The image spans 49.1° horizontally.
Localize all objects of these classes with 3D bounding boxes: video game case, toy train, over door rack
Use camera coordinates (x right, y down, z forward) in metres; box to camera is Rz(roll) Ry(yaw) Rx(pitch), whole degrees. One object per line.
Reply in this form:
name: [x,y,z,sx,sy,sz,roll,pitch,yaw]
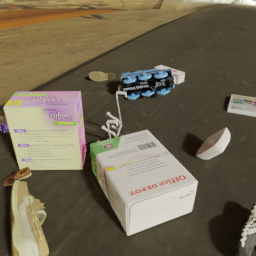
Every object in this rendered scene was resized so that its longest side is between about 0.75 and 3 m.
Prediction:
video game case: [5.662,-1.013,12.959,1.872,0.222,1.704,12,33,20]
toy train: [0.925,-2.258,13.744,2.802,1.215,1.601,-8,27,11]
over door rack: [-0.566,-0.131,9.444,0.656,1.970,1.455,12,51,2]

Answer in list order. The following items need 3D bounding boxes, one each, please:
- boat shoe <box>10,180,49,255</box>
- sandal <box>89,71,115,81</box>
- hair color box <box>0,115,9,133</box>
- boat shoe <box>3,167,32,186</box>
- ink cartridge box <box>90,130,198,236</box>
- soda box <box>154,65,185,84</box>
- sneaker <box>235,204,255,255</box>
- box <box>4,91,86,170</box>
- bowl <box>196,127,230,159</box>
boat shoe: [-2.492,2.271,7.029,0.841,0.938,2.535,-1,33,-23]
sandal: [-1.512,-2.940,15.984,1.506,0.552,0.495,-3,11,-16]
hair color box: [-4.722,-0.344,11.653,0.748,0.443,1.368,25,37,36]
boat shoe: [-3.470,1.494,8.751,0.897,0.303,0.323,-26,40,-36]
ink cartridge box: [0.317,1.384,8.072,2.033,1.179,2.808,-13,34,-21]
soda box: [2.345,-3.073,16.003,0.606,0.566,1.778,-26,41,-36]
sneaker: [3.165,2.573,6.681,0.835,0.613,1.846,18,33,31]
box: [-2.530,0.101,9.049,2.084,2.369,1.145,-1,32,0]
bowl: [2.975,0.602,9.594,0.427,1.144,1.145,46,52,1]
